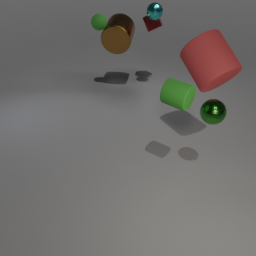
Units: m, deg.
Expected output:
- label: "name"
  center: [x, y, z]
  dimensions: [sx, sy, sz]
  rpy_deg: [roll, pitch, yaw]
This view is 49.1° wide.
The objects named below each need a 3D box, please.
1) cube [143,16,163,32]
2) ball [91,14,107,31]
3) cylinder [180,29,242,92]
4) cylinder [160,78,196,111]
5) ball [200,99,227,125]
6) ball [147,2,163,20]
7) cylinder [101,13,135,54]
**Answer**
- label: "cube"
  center: [1.181, -5.023, 13.213]
  dimensions: [0.700, 0.700, 0.700]
  rpy_deg: [-19, 18, 19]
- label: "ball"
  center: [-1.276, -4.666, 12.341]
  dimensions: [0.700, 0.700, 0.700]
  rpy_deg: [0, 32, 0]
- label: "cylinder"
  center: [2.550, -2.057, 8.703]
  dimensions: [1.400, 1.400, 1.400]
  rpy_deg: [-20, 76, -29]
- label: "cylinder"
  center: [1.310, -0.885, 7.359]
  dimensions: [0.700, 0.700, 0.700]
  rpy_deg: [26, 40, 27]
- label: "ball"
  center: [2.311, -0.437, 7.609]
  dimensions: [0.700, 0.700, 0.700]
  rpy_deg: [0, 32, 0]
- label: "ball"
  center: [1.143, -4.983, 11.969]
  dimensions: [0.700, 0.700, 0.700]
  rpy_deg: [0, 32, 0]
- label: "cylinder"
  center: [-0.452, -4.442, 13.196]
  dimensions: [1.400, 1.400, 1.400]
  rpy_deg: [5, 45, 8]
